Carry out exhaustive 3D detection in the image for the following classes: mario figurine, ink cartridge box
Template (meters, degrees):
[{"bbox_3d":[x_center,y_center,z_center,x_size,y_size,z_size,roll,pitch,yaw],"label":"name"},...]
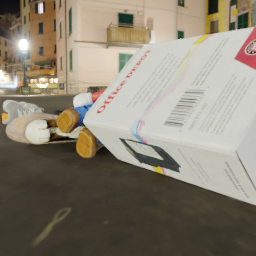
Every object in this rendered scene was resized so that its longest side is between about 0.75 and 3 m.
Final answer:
[{"bbox_3d":[-0.298,-0.167,6.658,1.435,1.671,2.707,-5,16,46],"label":"mario figurine"},{"bbox_3d":[1.007,-0.374,4.541,2.993,1.239,2.181,11,58,50],"label":"ink cartridge box"}]

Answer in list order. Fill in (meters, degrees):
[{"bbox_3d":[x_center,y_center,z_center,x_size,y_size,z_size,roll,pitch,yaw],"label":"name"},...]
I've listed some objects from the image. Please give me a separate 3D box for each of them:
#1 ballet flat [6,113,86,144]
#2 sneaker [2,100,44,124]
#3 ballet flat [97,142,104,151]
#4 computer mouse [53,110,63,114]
[{"bbox_3d":[-1.859,0.038,7.143,2.347,0.799,0.789,-4,15,-20],"label":"ballet flat"},{"bbox_3d":[-4.173,-0.662,11.384,1.152,0.948,2.505,4,10,2],"label":"sneaker"},{"bbox_3d":[-0.669,0.224,6.808,0.504,0.476,1.495,2,9,14],"label":"ballet flat"},{"bbox_3d":[-3.731,-0.849,15.136,0.312,0.181,1.063,-9,1,11],"label":"computer mouse"}]
